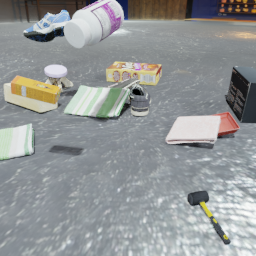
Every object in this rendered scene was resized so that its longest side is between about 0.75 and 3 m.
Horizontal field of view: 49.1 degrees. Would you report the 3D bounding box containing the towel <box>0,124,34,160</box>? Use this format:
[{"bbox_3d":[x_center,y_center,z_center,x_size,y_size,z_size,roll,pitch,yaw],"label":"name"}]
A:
[{"bbox_3d":[-4.537,0.506,9.497,2.555,0.392,1.906,-8,27,-14],"label":"towel"}]

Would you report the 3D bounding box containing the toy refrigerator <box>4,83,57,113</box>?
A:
[{"bbox_3d":[-4.463,-1.420,12.787,2.538,0.888,0.963,18,25,29],"label":"toy refrigerator"}]

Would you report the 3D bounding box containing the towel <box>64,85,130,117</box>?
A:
[{"bbox_3d":[-1.327,-1.195,12.256,2.463,0.288,1.879,7,48,18],"label":"towel"}]

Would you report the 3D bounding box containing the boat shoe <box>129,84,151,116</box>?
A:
[{"bbox_3d":[0.560,-1.545,12.910,1.086,0.937,2.989,0,27,1],"label":"boat shoe"}]

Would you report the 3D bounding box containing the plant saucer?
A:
[{"bbox_3d":[3.264,-0.071,10.494,1.433,0.263,1.430,-11,26,8],"label":"plant saucer"}]

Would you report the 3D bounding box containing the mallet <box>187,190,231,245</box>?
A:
[{"bbox_3d":[1.862,2.068,6.586,0.509,0.318,1.546,-3,31,-7],"label":"mallet"}]

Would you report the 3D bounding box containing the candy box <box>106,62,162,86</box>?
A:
[{"bbox_3d":[0.370,-3.213,16.347,2.924,0.825,1.706,6,28,15],"label":"candy box"}]

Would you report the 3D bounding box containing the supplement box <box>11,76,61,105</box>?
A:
[{"bbox_3d":[-2.288,-0.937,6.974,1.134,0.390,0.377,13,38,0],"label":"supplement box"}]

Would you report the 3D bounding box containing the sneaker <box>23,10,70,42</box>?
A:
[{"bbox_3d":[-3.220,-4.064,11.290,2.209,0.851,0.836,-7,-6,17],"label":"sneaker"}]

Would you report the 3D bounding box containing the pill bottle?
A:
[{"bbox_3d":[-1.058,-3.242,8.738,1.091,1.091,1.943,17,45,29],"label":"pill bottle"}]

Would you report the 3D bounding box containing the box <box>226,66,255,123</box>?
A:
[{"bbox_3d":[5.084,-1.492,11.953,0.960,1.718,2.435,1,27,4],"label":"box"}]

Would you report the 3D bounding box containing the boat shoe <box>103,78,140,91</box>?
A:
[{"bbox_3d":[-0.300,-2.087,13.901,0.734,0.861,2.575,45,43,9],"label":"boat shoe"}]

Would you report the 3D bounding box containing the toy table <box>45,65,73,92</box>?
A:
[{"bbox_3d":[-3.792,-2.643,14.977,1.627,1.037,1.770,-5,28,-10],"label":"toy table"}]

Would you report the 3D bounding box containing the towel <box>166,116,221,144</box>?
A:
[{"bbox_3d":[2.395,0.050,10.122,1.714,0.289,1.795,-1,26,25],"label":"towel"}]
